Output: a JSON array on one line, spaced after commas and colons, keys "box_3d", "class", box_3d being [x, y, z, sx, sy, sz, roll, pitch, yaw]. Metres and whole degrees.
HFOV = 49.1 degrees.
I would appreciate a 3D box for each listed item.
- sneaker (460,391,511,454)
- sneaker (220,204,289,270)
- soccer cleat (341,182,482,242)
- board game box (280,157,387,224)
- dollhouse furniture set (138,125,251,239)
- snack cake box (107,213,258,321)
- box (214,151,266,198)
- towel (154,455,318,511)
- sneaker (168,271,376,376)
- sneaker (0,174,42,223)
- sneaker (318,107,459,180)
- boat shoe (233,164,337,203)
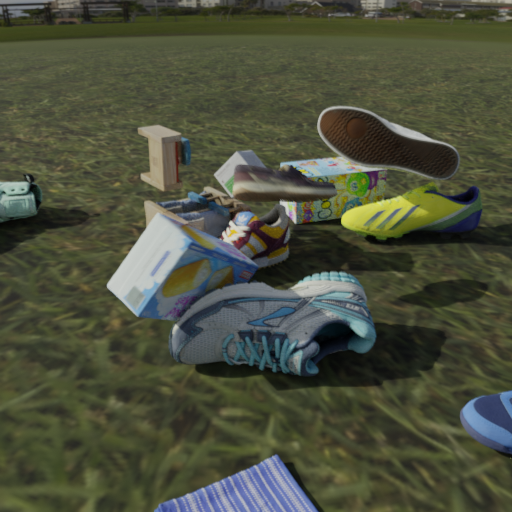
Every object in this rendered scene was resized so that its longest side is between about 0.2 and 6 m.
[{"box_3d": [3.698, 1.866, 6.906, 2.309, 0.950, 0.854, -2, 30, 0], "class": "sneaker"}, {"box_3d": [-0.422, -0.218, 10.621, 0.982, 1.180, 2.620, 24, 36, 38], "class": "sneaker"}, {"box_3d": [3.343, -1.024, 12.069, 3.031, 1.268, 0.980, -2, 28, -3], "class": "soccer cleat"}, {"box_3d": [1.797, -1.606, 13.310, 2.225, 1.146, 1.167, -8, 29, -15], "class": "board game box"}, {"box_3d": [-1.199, -1.378, 11.396, 1.660, 2.356, 1.651, -18, 32, -34], "class": "dollhouse furniture set"}, {"box_3d": [-1.000, 0.294, 8.354, 0.740, 1.267, 2.204, 38, 7, 25], "class": "snack cake box"}, {"box_3d": [-0.261, -1.531, 10.447, 0.586, 0.681, 0.684, 52, 26, 7], "class": "box"}, {"box_3d": [-0.161, 2.796, 5.944, 1.581, 0.189, 1.145, -14, 32, -25], "class": "towel"}, {"box_3d": [0.292, 1.116, 8.137, 3.100, 1.203, 1.338, -13, 45, -10], "class": "sneaker"}, {"box_3d": [-5.871, -1.058, 12.244, 1.731, 1.080, 2.935, -2, 25, 9], "class": "sneaker"}, {"box_3d": [2.656, -2.252, 11.605, 2.900, 1.056, 1.228, 23, 14, 6], "class": "sneaker"}, {"box_3d": [0.501, -1.229, 9.321, 1.878, 0.609, 0.675, -1, -7, -20], "class": "boat shoe"}]
